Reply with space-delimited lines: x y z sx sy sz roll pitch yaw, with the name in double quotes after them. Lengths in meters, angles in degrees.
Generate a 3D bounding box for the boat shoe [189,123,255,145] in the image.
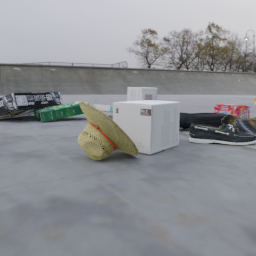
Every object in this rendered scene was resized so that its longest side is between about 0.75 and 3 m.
2.347 0.131 6.941 1.622 0.489 0.613 1 8 5 "boat shoe"

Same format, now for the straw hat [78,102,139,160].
-0.585 0.250 5.410 0.658 1.555 1.555 -47 26 -15 "straw hat"

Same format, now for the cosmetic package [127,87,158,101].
0.765 -1.677 16.230 0.956 1.361 2.684 -1 9 -17 "cosmetic package"

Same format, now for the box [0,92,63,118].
-4.569 -0.988 12.155 2.158 0.681 2.737 -13 2 26 "box"

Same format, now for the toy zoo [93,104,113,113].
-0.294 -0.801 12.652 2.747 0.281 1.802 6 2 26 "toy zoo"

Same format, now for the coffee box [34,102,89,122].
-2.798 -0.716 11.857 2.088 0.459 1.284 -14 14 -27 "coffee box"

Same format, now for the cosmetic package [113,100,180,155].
0.433 -0.077 6.393 1.054 1.055 1.279 6 11 37 "cosmetic package"

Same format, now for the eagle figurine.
3.739 -0.184 7.890 1.797 1.356 1.363 -29 -36 2 "eagle figurine"

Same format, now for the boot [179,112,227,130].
2.028 -0.353 9.465 2.071 0.680 1.707 -5 19 -12 "boot"

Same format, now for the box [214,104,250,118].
4.089 -0.588 11.123 0.663 0.692 1.389 -3 9 -19 "box"
